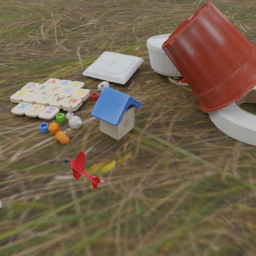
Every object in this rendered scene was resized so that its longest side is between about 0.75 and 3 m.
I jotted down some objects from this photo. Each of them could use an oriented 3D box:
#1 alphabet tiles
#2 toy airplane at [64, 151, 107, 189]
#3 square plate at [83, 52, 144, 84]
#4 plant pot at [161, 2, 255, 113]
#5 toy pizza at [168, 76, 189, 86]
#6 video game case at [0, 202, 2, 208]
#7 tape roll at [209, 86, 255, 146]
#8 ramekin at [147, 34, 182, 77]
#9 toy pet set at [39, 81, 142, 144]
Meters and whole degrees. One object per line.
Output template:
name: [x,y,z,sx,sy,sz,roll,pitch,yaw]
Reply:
alphabet tiles: [-2.621,-1.091,9.455,2.494,0.182,2.439,9,37,17]
toy airplane: [-0.957,0.975,6.084,1.059,1.059,0.195,16,43,19]
square plate: [-0.557,-2.445,10.899,1.819,0.261,1.836,17,47,20]
plant pot: [2.427,-2.166,8.348,2.396,2.464,2.464,45,42,-12]
toy pizza: [2.102,-1.938,10.659,1.142,0.181,1.142,0,38,0]
video game case: [-3.783,1.598,6.204,1.417,0.179,1.555,-28,46,-31]
tape roll: [4.029,-0.568,8.637,3.037,0.555,3.037,0,39,0]
ramekin: [1.914,-2.843,10.860,2.404,1.120,2.404,-2,31,1]
toy pet set: [-1.004,-0.642,8.106,2.329,1.325,2.495,24,45,28]
